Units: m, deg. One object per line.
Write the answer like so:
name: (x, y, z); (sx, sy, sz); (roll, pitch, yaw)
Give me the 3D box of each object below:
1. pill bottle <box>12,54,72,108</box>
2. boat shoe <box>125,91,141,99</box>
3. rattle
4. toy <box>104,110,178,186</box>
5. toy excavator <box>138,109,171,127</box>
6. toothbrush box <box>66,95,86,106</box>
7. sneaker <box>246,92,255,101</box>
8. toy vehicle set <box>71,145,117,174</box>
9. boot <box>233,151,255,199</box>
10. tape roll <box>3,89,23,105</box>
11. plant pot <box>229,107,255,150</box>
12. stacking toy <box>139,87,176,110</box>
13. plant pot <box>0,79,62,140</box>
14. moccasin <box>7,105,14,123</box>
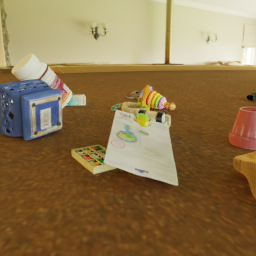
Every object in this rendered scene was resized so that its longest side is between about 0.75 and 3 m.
pill bottle: (-3.876, -2.013, 12.724); (1.443, 2.527, 1.443); (-25, 38, 21)
boat shoe: (0.449, -2.004, 16.755); (1.366, 0.491, 0.517); (8, 18, 26)
rattle: (0.055, -1.363, 13.165); (1.291, 1.417, 1.983); (-33, 38, -29)
toy: (0.293, 0.536, 7.403); (1.699, 0.697, 2.951); (17, 29, -5)
toy excavator: (0.963, -0.045, 9.580); (0.866, 1.734, 1.686); (8, 62, 24)
toothbrush box: (-2.858, -1.509, 15.102); (1.105, 0.471, 0.809); (-4, 17, -13)
sneaker: (7.587, -1.725, 15.867); (0.817, 0.575, 1.537); (-19, 15, -37)
toy vehicle set: (-0.859, 0.820, 7.691); (0.891, 0.190, 1.433); (-10, 19, -32)
boot: (3.539, 0.985, 5.966); (1.915, 0.833, 2.303); (-1, 13, 2)
tape roll: (-5.814, -1.306, 13.501); (2.808, 0.982, 2.808); (0, 17, 0)
plant pot: (3.938, -0.045, 8.956); (1.275, 1.141, 1.275); (0, 16, 0)
stacking toy: (1.527, -1.293, 13.963); (1.821, 1.057, 0.999); (24, 27, 24)
plant pot: (-3.367, -0.625, 9.907); (1.641, 1.826, 1.826); (19, 26, 31)
moccasin: (-5.189, -0.662, 11.698); (2.074, 0.759, 0.801); (5, 17, 16)
